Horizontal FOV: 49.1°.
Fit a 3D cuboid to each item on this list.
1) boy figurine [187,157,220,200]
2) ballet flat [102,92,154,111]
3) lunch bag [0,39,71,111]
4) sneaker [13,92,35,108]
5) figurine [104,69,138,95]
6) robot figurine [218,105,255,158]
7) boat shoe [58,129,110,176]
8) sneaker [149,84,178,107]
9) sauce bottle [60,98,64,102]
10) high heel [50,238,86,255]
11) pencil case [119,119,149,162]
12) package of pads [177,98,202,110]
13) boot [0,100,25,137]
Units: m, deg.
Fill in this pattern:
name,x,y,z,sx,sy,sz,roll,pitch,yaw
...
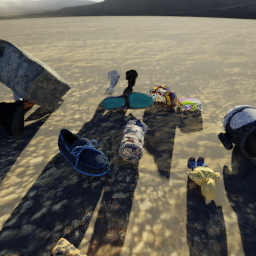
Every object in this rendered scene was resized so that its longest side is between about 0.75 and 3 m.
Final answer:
name,x,y,z,sx,sy,sz,roll,pitch,yaw
boy figurine,2.231,1.410,8.067,0.954,0.495,1.535,1,29,-10
ballet flat,-0.022,-1.186,12.655,2.302,0.828,0.828,-3,28,0
lunch bag,-4.351,-2.287,11.909,2.942,1.729,2.412,38,1,16
sneaker,-4.908,-1.406,13.414,0.869,0.602,1.552,-15,41,-34
figurine,-0.377,-2.258,14.487,1.605,0.691,1.566,2,56,14
robot figurine,4.172,0.095,9.531,1.715,1.424,2.283,8,27,-12
boat shoe,-1.586,0.733,8.959,2.447,0.840,1.030,22,35,35
sneaker,1.656,-1.451,13.301,0.972,0.808,2.157,-13,23,-6
sauce bottle,-3.548,-1.473,13.679,0.935,0.303,0.303,17,31,14
high heel,-0.403,2.563,5.464,2.281,0.814,1.626,-15,37,-9
pencil case,0.218,0.404,9.648,0.875,0.761,1.956,-18,24,16
package of pads,2.850,-1.115,13.002,0.981,0.335,0.758,-5,28,-8
boot,-5.108,-0.367,10.712,2.141,1.077,2.864,-2,17,-19
